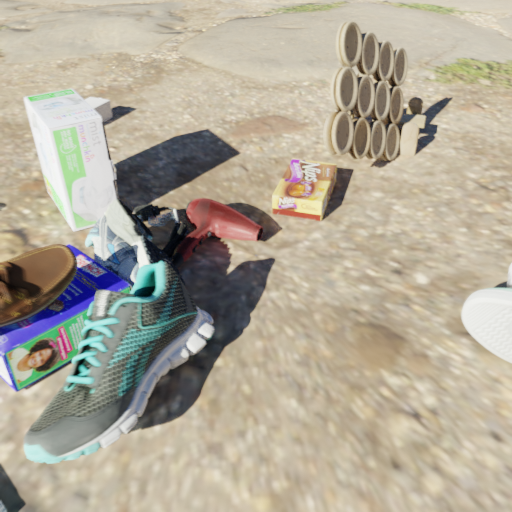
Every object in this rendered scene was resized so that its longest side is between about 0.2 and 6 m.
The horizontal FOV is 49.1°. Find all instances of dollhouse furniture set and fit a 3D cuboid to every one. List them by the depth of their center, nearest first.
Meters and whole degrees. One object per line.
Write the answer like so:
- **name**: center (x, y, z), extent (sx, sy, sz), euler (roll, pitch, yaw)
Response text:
- **dollhouse furniture set**: center (2.942, -3.440, 13.161), extent (2.048, 1.361, 1.795), euler (10, 36, 14)

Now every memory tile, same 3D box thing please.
- **memory tile**: center (2.268, -3.139, 11.202), extent (0.267, 2.439, 3.182), euler (10, 11, 34)

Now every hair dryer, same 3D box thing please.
- **hair dryer**: center (-0.973, -0.304, 9.552), extent (2.213, 0.601, 1.685), euler (-11, 52, -6)

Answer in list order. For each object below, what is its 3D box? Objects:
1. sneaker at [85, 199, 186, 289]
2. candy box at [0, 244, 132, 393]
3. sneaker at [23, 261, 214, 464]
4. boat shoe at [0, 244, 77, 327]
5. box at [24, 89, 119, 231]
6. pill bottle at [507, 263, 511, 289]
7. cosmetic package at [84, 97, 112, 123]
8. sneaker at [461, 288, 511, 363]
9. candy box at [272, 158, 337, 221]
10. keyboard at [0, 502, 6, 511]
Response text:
- **sneaker**: center (-1.903, 0.173, 8.510), extent (1.033, 0.928, 2.392), euler (-43, 46, 3)
- **candy box**: center (-2.875, 0.751, 7.683), extent (1.588, 0.723, 1.878), euler (27, 44, 35)
- **sneaker**: center (-1.674, 1.069, 6.493), extent (1.127, 1.325, 2.905), euler (-9, 23, 31)
- **boat shoe**: center (-2.992, 0.463, 6.538), extent (1.989, 0.672, 0.716), euler (-33, 87, -24)
- **box**: center (-3.309, -1.771, 10.203), extent (0.967, 1.999, 1.764), euler (-19, 40, -24)
- **pill bottle**: center (3.836, 0.394, 7.782), extent (0.625, 1.125, 0.625), euler (-8, 35, 6)
- **cosmetic package**: center (-4.249, -3.541, 14.054), extent (0.648, 0.511, 1.205), euler (15, 37, 22)
- **sneaker**: center (4.091, 0.664, 7.510), extent (2.812, 1.035, 1.659), euler (13, 41, 2)
- **candy box**: center (0.969, -1.316, 10.895), extent (0.956, 0.463, 1.639), euler (10, 38, 14)
- **keyboard**: center (-3.576, 2.139, 6.076), extent (0.749, 0.142, 2.660), euler (-16, 36, -42)
